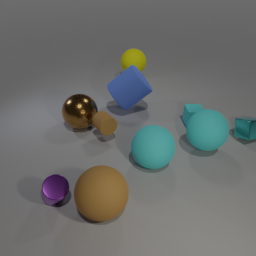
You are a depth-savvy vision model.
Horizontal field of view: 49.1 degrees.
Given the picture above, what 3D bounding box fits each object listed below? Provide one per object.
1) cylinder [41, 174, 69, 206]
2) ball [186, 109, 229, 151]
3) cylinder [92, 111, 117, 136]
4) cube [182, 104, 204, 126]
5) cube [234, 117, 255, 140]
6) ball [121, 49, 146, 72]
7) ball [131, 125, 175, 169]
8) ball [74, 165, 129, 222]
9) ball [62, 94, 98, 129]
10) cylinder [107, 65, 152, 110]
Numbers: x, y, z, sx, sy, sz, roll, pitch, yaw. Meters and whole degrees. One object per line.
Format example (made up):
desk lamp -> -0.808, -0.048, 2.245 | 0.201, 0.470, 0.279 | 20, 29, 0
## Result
cylinder -> -1.991, 1.688, 7.608 | 0.700, 0.700, 0.700 | 9, 62, -17
ball -> 2.681, 0.069, 9.473 | 1.400, 1.400, 1.400 | 0, 32, 0
cylinder -> -0.847, -0.182, 10.194 | 0.700, 0.700, 0.700 | -17, 33, -26
cube -> 2.661, -0.515, 11.371 | 0.700, 0.700, 0.700 | 1, 33, -5
cube -> 4.445, 0.005, 10.334 | 0.700, 0.700, 0.700 | -6, 13, -26
ball -> 0.299, -3.612, 15.304 | 1.400, 1.400, 1.400 | 0, 32, 0
ball -> 0.800, 0.604, 8.918 | 1.400, 1.400, 1.400 | 0, 32, 0
ball -> -0.677, 1.661, 7.179 | 1.400, 1.400, 1.400 | 0, 32, 0
ball -> -1.880, -0.642, 10.985 | 1.400, 1.400, 1.400 | 0, 32, 0
cylinder -> 0.078, -1.711, 11.885 | 1.400, 1.400, 1.400 | -36, 29, 15
